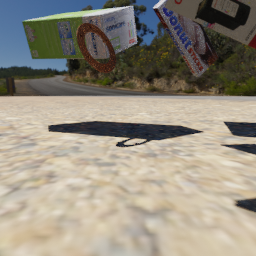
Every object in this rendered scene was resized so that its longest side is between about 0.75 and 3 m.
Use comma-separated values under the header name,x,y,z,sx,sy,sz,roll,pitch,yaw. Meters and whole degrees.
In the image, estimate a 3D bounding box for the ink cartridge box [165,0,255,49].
name,x,y,z,sx,sy,sz,roll,pitch,yaw
ink cartridge box,1.148,-1.455,2.784,1.307,0.953,0.541,25,53,3

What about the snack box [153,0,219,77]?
name,x,y,z,sx,sy,sz,roll,pitch,yaw
snack box,1.860,-2.889,8.675,0.970,2.699,0.328,-44,32,-2

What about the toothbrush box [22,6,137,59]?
name,x,y,z,sx,sy,sz,roll,pitch,yaw
toothbrush box,-1.436,-2.980,8.774,2.833,1.219,2.062,5,29,26

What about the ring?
name,x,y,z,sx,sy,sz,roll,pitch,yaw
ring,-0.732,-1.848,6.520,0.119,1.240,1.240,-23,-7,35
